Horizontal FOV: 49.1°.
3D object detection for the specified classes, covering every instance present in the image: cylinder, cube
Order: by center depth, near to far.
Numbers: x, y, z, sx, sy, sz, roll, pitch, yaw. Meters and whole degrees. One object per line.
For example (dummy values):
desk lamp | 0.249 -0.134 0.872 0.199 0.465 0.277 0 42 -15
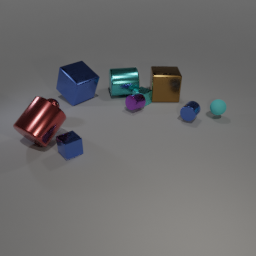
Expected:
cube | -2.115 0.625 10.183 0.700 0.700 0.700 -23 38 -32
cylinder | -3.261 -0.221 10.442 1.400 1.400 1.400 19 67 29
cylinder | 2.725 -0.746 12.240 0.700 0.700 0.700 17 34 26
cylinder | 0.350 -1.222 13.057 0.700 0.700 0.700 26 28 36
cube | 0.693 -1.534 13.710 0.700 0.700 0.700 26 39 35
cube | -2.480 -2.211 13.749 1.400 1.400 1.400 44 48 19
cube | 1.860 -2.228 14.162 1.400 1.400 1.400 1 31 -1
cylinder | -0.224 -2.382 14.418 1.400 1.400 1.400 -5 32 -8

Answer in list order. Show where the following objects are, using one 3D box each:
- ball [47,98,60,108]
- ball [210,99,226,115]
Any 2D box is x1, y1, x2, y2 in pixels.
ball | -3.302 -0.931 12.044 0.700 0.700 0.700 0 31 0
ball | 3.979 -0.914 12.367 0.700 0.700 0.700 0 31 0
